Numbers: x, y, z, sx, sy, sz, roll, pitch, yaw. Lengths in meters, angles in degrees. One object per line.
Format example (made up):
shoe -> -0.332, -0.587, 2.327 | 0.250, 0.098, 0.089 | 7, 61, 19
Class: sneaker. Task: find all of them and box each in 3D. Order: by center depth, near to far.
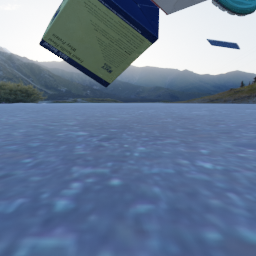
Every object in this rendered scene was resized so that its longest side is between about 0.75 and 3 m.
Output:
sneaker -> 1.695, -3.150, 5.037 | 0.942, 2.431, 0.968 | -32, 8, 4

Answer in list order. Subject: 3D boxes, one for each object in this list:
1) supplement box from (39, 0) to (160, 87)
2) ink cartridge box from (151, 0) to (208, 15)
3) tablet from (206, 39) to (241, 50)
supplement box -> -0.840, -3.171, 8.723 | 2.624, 1.762, 2.622 | 30, -45, -26
ink cartridge box -> 0.395, -3.117, 3.528 | 0.932, 2.761, 1.608 | -11, -1, 26
tablet -> 3.001, -2.645, 8.813 | 0.979, 0.067, 0.637 | 20, 6, 32
